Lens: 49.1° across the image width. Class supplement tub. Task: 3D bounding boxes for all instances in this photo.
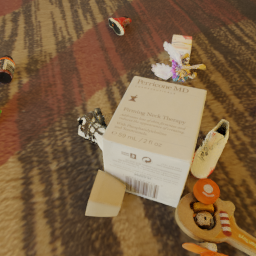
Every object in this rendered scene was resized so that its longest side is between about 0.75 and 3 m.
[{"bbox_3d":[-5.612,-2.725,12.840,0.767,0.767,1.434,-7,48,-6],"label":"supplement tub"}]

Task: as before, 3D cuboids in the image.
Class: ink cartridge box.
[{"bbox_3d":[2.668,-3.990,14.107,0.992,0.575,1.703,8,48,7],"label":"ink cartridge box"}]

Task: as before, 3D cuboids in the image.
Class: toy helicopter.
[{"bbox_3d":[2.648,2.910,7.548,2.992,1.180,1.979,29,50,13],"label":"toy helicopter"}]

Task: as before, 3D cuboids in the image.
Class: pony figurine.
[{"bbox_3d":[2.271,-2.819,12.619,1.975,1.644,1.906,-26,61,-41],"label":"pony figurine"}]

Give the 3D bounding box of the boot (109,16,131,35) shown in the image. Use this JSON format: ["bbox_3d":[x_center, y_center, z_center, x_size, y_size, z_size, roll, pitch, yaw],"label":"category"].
[{"bbox_3d":[-0.233,-5.832,15.778,1.237,0.621,1.715,-16,46,-16],"label":"boot"}]

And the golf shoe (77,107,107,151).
[{"bbox_3d":[-1.174,0.281,10.111,1.121,0.922,2.372,-19,41,-8],"label":"golf shoe"}]

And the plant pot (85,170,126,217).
[{"bbox_3d":[-0.637,2.059,8.396,0.944,1.065,1.067,16,49,-2],"label":"plant pot"}]

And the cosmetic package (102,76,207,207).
[{"bbox_3d":[0.862,0.362,8.885,2.474,2.459,2.956,14,48,12],"label":"cosmetic package"}]

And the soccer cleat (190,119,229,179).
[{"bbox_3d":[2.831,0.677,9.566,0.839,1.041,2.444,27,53,23],"label":"soccer cleat"}]
